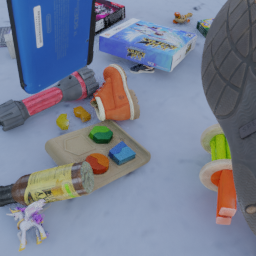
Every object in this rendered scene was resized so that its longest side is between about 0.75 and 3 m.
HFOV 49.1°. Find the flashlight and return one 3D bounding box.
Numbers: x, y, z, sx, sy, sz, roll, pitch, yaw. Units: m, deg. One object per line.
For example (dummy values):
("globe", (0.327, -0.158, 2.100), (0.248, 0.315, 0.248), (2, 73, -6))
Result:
("flashlight", (-2.063, -0.782, 7.282), (2.670, 0.904, 0.907), (-30, 53, -27))

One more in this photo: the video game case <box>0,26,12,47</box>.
("video game case", (-4.266, -3.387, 10.284), (1.812, 0.172, 1.294), (-6, 46, -7))

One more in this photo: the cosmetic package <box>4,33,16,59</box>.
("cosmetic package", (-3.389, -2.844, 9.405), (1.284, 0.686, 0.579), (-17, 48, -18))

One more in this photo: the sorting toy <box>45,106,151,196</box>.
("sorting toy", (-0.910, 0.273, 6.468), (1.843, 0.331, 2.474), (-24, 50, -35))

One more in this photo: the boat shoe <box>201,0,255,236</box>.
("boat shoe", (1.509, -0.234, 2.796), (1.053, 1.070, 2.872), (16, 60, -29))

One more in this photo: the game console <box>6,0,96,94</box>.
("game console", (-1.365, -2.413, 4.850), (1.648, 2.785, 2.377), (39, 54, 18))

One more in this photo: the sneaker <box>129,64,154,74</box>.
("sneaker", (0.436, -1.909, 8.766), (0.785, 0.312, 0.308), (-2, 47, 0))

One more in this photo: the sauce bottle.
("sauce bottle", (-1.651, 1.137, 5.352), (1.997, 0.646, 0.646), (-15, 45, 14))

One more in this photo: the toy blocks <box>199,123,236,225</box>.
("toy blocks", (2.179, 0.850, 4.751), (1.040, 2.387, 2.863), (30, 43, -14))

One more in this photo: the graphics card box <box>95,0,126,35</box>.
("graphics card box", (-1.274, -4.336, 10.927), (1.374, 0.557, 2.190), (29, 54, 25))

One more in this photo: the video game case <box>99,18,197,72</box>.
("video game case", (0.704, -2.842, 9.247), (2.530, 0.575, 2.293), (21, 42, 19))

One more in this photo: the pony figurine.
("pony figurine", (-1.761, 1.705, 5.147), (0.795, 0.686, 0.823), (-25, 65, -10))

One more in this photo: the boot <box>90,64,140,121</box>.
("boot", (-0.523, -0.993, 7.521), (1.131, 0.791, 2.108), (-12, 46, -12))

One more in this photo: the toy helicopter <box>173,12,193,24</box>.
("toy helicopter", (2.278, -4.387, 11.116), (0.962, 0.380, 0.636), (-34, 57, -31))

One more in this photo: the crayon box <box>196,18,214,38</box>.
("crayon box", (3.370, -3.821, 10.578), (1.313, 0.339, 0.826), (-11, 47, -11))
